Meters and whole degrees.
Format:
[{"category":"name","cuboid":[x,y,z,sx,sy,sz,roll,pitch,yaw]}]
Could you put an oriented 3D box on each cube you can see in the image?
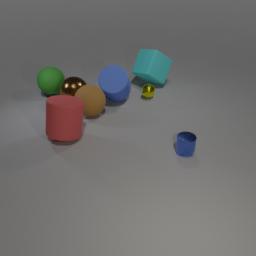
[{"category":"cube","cuboid":[1.316,-3.375,15.424,1.400,1.400,1.400,21,0,-40]}]

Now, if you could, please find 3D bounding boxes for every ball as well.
[{"category":"ball","cuboid":[-1.691,-1.227,12.485,1.400,1.400,1.400,0,31,0]},{"category":"ball","cuboid":[-2.579,-1.771,13.459,1.400,1.400,1.400,0,31,0]},{"category":"ball","cuboid":[1.038,-1.877,14.234,0.700,0.700,0.700,0,31,0]},{"category":"ball","cuboid":[-3.938,-2.430,14.328,1.400,1.400,1.400,0,31,0]}]

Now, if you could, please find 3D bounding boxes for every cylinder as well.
[{"category":"cylinder","cuboid":[-2.446,-0.404,10.804,1.400,1.400,1.400,7,22,-3]},{"category":"cylinder","cuboid":[2.116,0.595,10.228,0.700,0.700,0.700,0,31,0]},{"category":"cylinder","cuboid":[-0.617,-2.121,13.510,1.400,1.400,1.400,4,-10,7]}]
